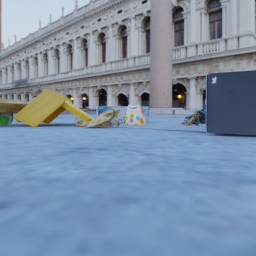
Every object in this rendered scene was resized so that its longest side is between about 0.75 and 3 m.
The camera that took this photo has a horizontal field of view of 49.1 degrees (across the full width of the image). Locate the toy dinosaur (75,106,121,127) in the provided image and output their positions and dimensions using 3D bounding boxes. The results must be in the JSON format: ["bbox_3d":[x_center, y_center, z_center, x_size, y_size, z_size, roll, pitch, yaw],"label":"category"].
[{"bbox_3d":[-0.733,-0.219,8.621,1.146,0.660,2.266,-21,8,-41],"label":"toy dinosaur"}]

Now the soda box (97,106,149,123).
[{"bbox_3d":[-0.239,-0.616,12.703,2.332,0.741,0.798,-2,4,-10],"label":"soda box"}]

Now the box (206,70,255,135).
[{"bbox_3d":[3.005,-0.539,6.115,2.163,1.333,2.145,2,4,30],"label":"box"}]

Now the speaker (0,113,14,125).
[{"bbox_3d":[-4.908,-0.390,10.092,0.625,0.625,1.412,2,4,36],"label":"speaker"}]

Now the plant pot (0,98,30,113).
[{"bbox_3d":[-4.771,-0.818,9.782,2.807,0.386,2.807,6,6,-1],"label":"plant pot"}]

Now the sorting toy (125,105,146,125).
[{"bbox_3d":[0.210,-0.494,10.558,0.836,0.753,0.447,2,3,33],"label":"sorting toy"}]

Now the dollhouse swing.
[{"bbox_3d":[-2.507,-0.285,10.171,1.985,1.920,2.184,-42,7,-2],"label":"dollhouse swing"}]

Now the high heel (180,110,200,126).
[{"bbox_3d":[2.203,-0.361,9.994,0.771,0.550,0.275,-1,4,-21],"label":"high heel"}]

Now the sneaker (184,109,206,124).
[{"bbox_3d":[2.815,-0.461,11.428,1.435,0.588,0.526,-4,5,-39],"label":"sneaker"}]
